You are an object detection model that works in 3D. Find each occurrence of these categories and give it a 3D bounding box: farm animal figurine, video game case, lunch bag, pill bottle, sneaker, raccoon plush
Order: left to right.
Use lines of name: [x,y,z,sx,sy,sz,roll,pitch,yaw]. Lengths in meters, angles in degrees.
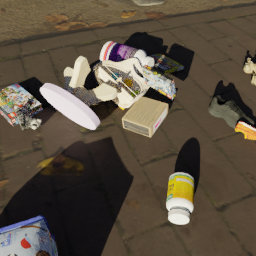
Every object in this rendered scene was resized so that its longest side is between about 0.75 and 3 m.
lunch bag: [-3.007,3.669,6.412,2.774,1.718,2.359,-15,44,-12]
raccoon plush: [-3.966,-0.455,11.189,0.806,0.582,1.203,-19,87,-22]
pill bottle: [-0.040,-3.301,13.735,2.476,1.392,1.392,22,49,21]
video game case: [1.730,-3.327,14.363,1.600,0.226,1.770,-21,47,-37]
pill bottle: [1.607,2.154,8.609,0.814,0.814,1.444,8,46,8]
sneaker: [4.211,-0.649,11.415,1.955,0.887,0.742,31,50,27]
sneaker: [4.845,0.243,10.856,1.434,0.553,0.523,29,17,9]
farm animal figurine: [6.525,-2.654,13.553,1.455,0.906,1.801,-18,47,9]

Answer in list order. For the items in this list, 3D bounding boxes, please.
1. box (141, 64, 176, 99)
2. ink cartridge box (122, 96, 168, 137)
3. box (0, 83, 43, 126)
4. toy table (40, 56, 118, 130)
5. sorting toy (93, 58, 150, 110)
box: [1.242,-1.854,11.266,1.489,1.019,0.297,36,74,29]
ink cartridge box: [0.714,-0.493,11.372,1.307,0.596,1.586,21,51,24]
box: [-4.906,-1.078,12.188,1.444,0.398,2.114,-34,54,-30]
toy table: [-1.896,-1.339,11.173,2.905,2.670,1.701,33,69,13]
sorting toy: [0.058,-2.105,12.203,2.133,1.266,2.369,-38,72,-21]
